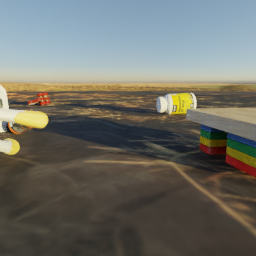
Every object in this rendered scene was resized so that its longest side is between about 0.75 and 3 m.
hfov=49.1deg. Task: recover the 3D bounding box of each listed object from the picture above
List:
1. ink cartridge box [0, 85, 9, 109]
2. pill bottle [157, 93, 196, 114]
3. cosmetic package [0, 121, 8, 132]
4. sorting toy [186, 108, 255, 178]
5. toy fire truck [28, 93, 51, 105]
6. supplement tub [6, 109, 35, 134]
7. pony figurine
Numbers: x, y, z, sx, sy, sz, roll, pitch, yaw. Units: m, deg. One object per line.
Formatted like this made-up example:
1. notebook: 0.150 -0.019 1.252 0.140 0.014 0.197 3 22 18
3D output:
1. ink cartridge box: -4.185 -0.734 7.379 1.529 0.891 2.115 -11 -3 -12
2. pill bottle: 1.908 -0.964 11.160 1.436 0.807 0.807 -5 10 -11
3. cosmetic package: -3.598 -0.109 6.876 1.299 0.463 0.659 -9 12 -43
4. sorting toy: 2.305 0.147 4.382 2.119 0.742 2.132 -1 9 -12
5. toy fire truck: -4.946 -1.538 15.650 0.940 0.627 1.119 -17 4 14
6. supplement tub: -2.534 -0.121 6.648 0.847 0.453 0.453 -18 -2 33
7. pony figurine: -2.890 -0.249 3.983 2.589 2.233 2.682 11 -3 16
